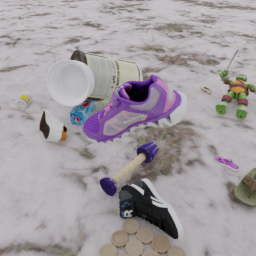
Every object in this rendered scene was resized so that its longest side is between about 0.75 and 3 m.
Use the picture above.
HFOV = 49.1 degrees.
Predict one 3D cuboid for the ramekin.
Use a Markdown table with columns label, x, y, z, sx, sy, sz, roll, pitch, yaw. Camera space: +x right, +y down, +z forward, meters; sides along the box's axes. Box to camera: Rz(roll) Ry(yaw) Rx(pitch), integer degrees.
| label | x | y | z | sx | sy | sz | roll | pitch | yaw |
| --- | --- | --- | --- | --- | --- | --- | --- | --- | --- |
| ramekin | -2.085 | -1.715 | 10.461 | 1.709 | 1.709 | 0.833 | 8 | 18 | 11 |

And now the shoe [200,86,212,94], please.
| label | x | y | z | sx | sy | sz | roll | pitch | yaw |
| --- | --- | --- | --- | --- | --- | --- | --- | --- | --- |
| shoe | 4.050 | -2.011 | 14.466 | 0.291 | 0.222 | 0.833 | -16 | 39 | -20 |

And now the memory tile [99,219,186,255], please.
| label | x | y | z | sx | sy | sz | roll | pitch | yaw |
| --- | --- | --- | --- | --- | --- | --- | --- | --- | --- |
| memory tile | 0.376 | 3.265 | 7.249 | 1.958 | 0.164 | 1.501 | 23 | 42 | 29 |

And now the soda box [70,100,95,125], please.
| label | x | y | z | sx | sy | sz | roll | pitch | yaw |
| --- | --- | --- | --- | --- | --- | --- | --- | --- | --- |
| soda box | -2.024 | -0.851 | 12.557 | 0.549 | 0.580 | 1.710 | 7 | 36 | 9 |

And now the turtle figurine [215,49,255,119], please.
| label | x | y | z | sx | sy | sz | roll | pitch | yaw |
| --- | --- | --- | --- | --- | --- | --- | --- | --- | --- |
| turtle figurine | 5.022 | -1.916 | 12.564 | 1.952 | 2.712 | 2.630 | 32 | 63 | -8 |

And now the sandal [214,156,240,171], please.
| label | x | y | z | sx | sy | sz | roll | pitch | yaw |
| --- | --- | --- | --- | --- | --- | --- | --- | --- | --- |
| sandal | 3.555 | 1.203 | 10.021 | 0.970 | 0.238 | 0.395 | 27 | 44 | 32 |

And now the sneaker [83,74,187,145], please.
| label | x | y | z | sx | sy | sz | roll | pitch | yaw |
| --- | --- | --- | --- | --- | --- | --- | --- | --- | --- |
| sneaker | -0.078 | -0.497 | 6.777 | 2.824 | 1.248 | 1.136 | -18 | 48 | 29 |

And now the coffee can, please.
| label | x | y | z | sx | sy | sz | roll | pitch | yaw |
| --- | --- | --- | --- | --- | --- | --- | --- | --- | --- |
| coffee can | -1.062 | -2.130 | 12.351 | 2.812 | 2.058 | 2.058 | 4 | 31 | -30 |

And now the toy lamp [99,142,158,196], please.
| label | x | y | z | sx | sy | sz | roll | pitch | yaw |
| --- | --- | --- | --- | --- | --- | --- | --- | --- | --- |
| toy lamp | 0.136 | 1.263 | 9.535 | 0.743 | 0.743 | 2.552 | 26 | 42 | 31 |

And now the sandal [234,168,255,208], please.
| label | x | y | z | sx | sy | sz | roll | pitch | yaw |
| --- | --- | --- | --- | --- | --- | --- | --- | --- | --- |
| sandal | 3.979 | 1.763 | 8.973 | 0.779 | 0.560 | 1.963 | 22 | 42 | 28 |

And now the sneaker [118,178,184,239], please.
| label | x | y | z | sx | sy | sz | roll | pitch | yaw |
| --- | --- | --- | --- | --- | --- | --- | --- | --- | --- |
| sneaker | 0.467 | 2.443 | 7.915 | 1.283 | 0.838 | 2.294 | -17 | 31 | -18 |

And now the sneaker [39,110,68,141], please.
| label | x | y | z | sx | sy | sz | roll | pitch | yaw |
| --- | --- | --- | --- | --- | --- | --- | --- | --- | --- |
| sneaker | -3.040 | -0.025 | 11.480 | 0.931 | 0.800 | 2.198 | 14 | 21 | -32 |

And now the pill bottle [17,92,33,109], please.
| label | x | y | z | sx | sy | sz | roll | pitch | yaw |
| --- | --- | --- | --- | --- | --- | --- | --- | --- | --- |
| pill bottle | -4.883 | -1.345 | 13.318 | 0.495 | 0.495 | 0.866 | 4 | 36 | 5 |
